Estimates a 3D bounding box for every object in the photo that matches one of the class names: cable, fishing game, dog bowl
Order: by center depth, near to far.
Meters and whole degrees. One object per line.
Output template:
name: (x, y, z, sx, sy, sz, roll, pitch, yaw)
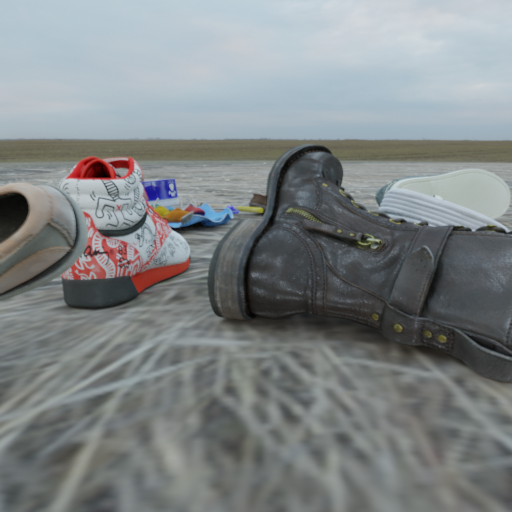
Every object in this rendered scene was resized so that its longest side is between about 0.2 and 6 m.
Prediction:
cable: (2.605, -0.394, 7.782, 1.842, 0.638, 1.841, 26, 8, 41)
fishing game: (-2.082, -0.948, 11.576, 4.502, 0.700, 3.224, -10, 13, -39)
dog bowl: (-2.740, -1.473, 13.599, 1.649, 0.650, 1.649, -6, 9, 1)

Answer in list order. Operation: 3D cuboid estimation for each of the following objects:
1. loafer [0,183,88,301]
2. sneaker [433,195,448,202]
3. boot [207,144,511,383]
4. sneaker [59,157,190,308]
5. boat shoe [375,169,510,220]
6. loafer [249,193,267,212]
loafer: (-2.252, 0.206, 3.340, 2.468, 0.887, 0.776, -29, -5, -7)
sneaker: (3.406, -0.511, 9.741, 0.849, 0.763, 1.967, 17, 18, 6)
boot: (1.374, -0.114, 5.753, 2.913, 1.158, 3.346, 6, 37, 22)
sneaker: (-1.496, -0.468, 6.996, 0.962, 1.545, 2.882, 2, 12, 11)
boat shoe: (3.938, -1.254, 11.812, 3.053, 1.112, 0.943, -3, 7, -20)
loafer: (0.936, -1.498, 13.530, 2.550, 0.905, 0.931, -8, 14, -33)
